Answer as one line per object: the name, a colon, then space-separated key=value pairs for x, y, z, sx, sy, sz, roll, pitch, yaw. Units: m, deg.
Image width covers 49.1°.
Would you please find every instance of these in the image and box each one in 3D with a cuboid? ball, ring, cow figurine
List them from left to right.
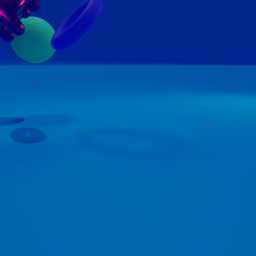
cow figurine: x=-2.872 y=-2.581 z=5.721 sx=0.945 sy=1.722 sz=1.695 roll=-6 pitch=-36 yaw=41
ball: x=-2.656 y=-2.482 z=7.936 sx=1.245 sy=1.245 sz=1.245 roll=0 pitch=14 yaw=0
ring: x=-1.206 y=-2.441 z=6.540 sx=0.316 sy=1.582 sz=1.582 roll=42 pitch=-10 yaw=-31
